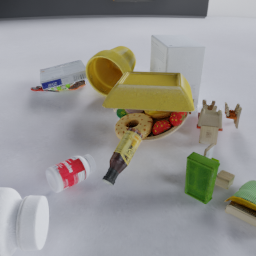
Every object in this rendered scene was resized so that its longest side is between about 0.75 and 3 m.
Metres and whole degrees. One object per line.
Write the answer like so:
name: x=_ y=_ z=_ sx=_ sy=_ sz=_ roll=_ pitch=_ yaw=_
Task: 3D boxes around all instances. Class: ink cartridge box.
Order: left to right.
ink cartridge box: x=-3.432 y=-2.876 z=14.942 sx=2.483 sy=0.505 sz=2.488 roll=-16 pitch=29 yaw=-9

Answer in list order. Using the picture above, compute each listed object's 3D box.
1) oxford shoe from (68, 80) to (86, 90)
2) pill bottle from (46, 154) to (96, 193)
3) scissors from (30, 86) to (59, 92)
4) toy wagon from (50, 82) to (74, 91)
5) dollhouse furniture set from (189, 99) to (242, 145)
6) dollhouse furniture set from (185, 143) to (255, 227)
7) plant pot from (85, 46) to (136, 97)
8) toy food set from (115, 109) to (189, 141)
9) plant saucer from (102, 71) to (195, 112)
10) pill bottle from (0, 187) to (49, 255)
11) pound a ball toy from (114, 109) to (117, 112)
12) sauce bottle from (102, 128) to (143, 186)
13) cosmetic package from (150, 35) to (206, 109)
oxford shoe: x=-2.748 y=-2.319 z=14.872 sx=1.064 sy=0.388 sz=0.379 roll=-30 pitch=40 yaw=-34
pill bottle: x=-1.576 y=1.225 z=7.889 sx=1.297 sy=0.728 sz=0.728 roll=-23 pitch=35 yaw=-36
scissors: x=-4.334 y=-1.938 z=14.532 sx=1.696 sy=0.118 sz=0.620 roll=19 pitch=31 yaw=29
toy wagon: x=-3.537 y=-2.263 z=14.777 sx=1.385 sy=0.274 sz=1.075 roll=-17 pitch=28 yaw=-1
dollhouse furniture set: x=3.059 y=-0.303 z=10.719 sx=2.298 sy=1.184 sz=2.274 roll=7 pitch=17 yaw=13
dollhouse furniture set: x=2.874 y=1.350 z=7.135 sx=2.390 sy=1.199 sz=1.566 roll=23 pitch=36 yaw=37
plant pot: x=-0.647 y=-2.968 z=13.798 sx=2.210 sy=2.210 sz=2.079 roll=12 pitch=42 yaw=21
toy food set: x=0.865 y=-0.632 z=10.448 sx=2.803 sy=0.682 sz=2.774 roll=-13 pitch=43 yaw=16
plant saucer: x=0.801 y=-1.418 z=9.794 sx=2.924 sy=0.708 sz=2.923 roll=3 pitch=24 yaw=8
pill bottle: x=-3.049 y=1.964 z=5.733 sx=2.607 sy=1.461 sz=1.461 roll=0 pitch=28 yaw=-3
pound a ball toy: x=-0.265 y=-0.910 z=12.431 sx=0.770 sy=0.327 sz=0.502 roll=-2 pitch=54 yaw=-4
sauce bottle: x=-0.163 y=0.828 z=8.140 sx=0.584 sy=0.584 sz=1.770 roll=16 pitch=66 yaw=28
cosmetic package: x=2.115 y=-2.647 z=12.927 sx=1.733 sy=2.819 sz=2.810 roll=-5 pitch=29 yaw=-8
